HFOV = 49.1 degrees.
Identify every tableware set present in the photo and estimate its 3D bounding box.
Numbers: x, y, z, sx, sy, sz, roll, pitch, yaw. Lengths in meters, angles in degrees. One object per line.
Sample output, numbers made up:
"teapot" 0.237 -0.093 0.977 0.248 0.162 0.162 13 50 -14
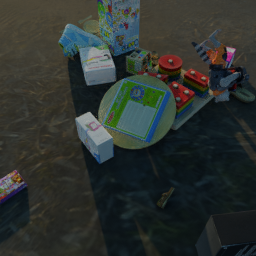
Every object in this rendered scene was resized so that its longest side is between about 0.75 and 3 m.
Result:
"tableware set" -2.278 -4.802 14.326 2.159 0.433 1.427 -37 70 -21

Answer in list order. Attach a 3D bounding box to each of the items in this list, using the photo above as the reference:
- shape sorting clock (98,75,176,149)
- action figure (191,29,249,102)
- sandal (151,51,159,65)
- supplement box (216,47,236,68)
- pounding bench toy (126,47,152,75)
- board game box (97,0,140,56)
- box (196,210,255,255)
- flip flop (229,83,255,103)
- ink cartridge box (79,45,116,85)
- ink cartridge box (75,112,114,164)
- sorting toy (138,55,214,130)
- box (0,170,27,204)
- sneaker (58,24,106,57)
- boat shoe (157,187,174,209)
"shape sorting clock" 0.292 -0.616 10.105 2.870 0.563 2.870 -4 71 12
"action figure" 3.171 -2.119 10.461 1.318 2.521 2.438 -17 93 -11
"sandal" 1.267 -3.322 13.094 0.455 0.306 1.134 -3 49 -2
"supplement box" 4.208 -2.993 12.422 0.747 0.731 1.445 22 44 20
"pounding bench toy" 0.709 -2.879 12.376 1.282 0.797 1.000 25 53 21
"board game box" -0.428 -5.031 12.934 1.456 2.777 1.430 -25 53 -20
"box" 2.528 2.750 6.734 1.363 1.931 0.761 -7 49 -7
"flip flop" 4.354 -1.711 11.526 0.778 0.552 1.918 -35 57 -26
"ink cartridge box" -1.342 -2.794 12.331 1.304 0.756 1.801 -11 50 -10
"ink cartridge box" -1.127 0.319 9.431 0.612 1.044 1.445 -27 54 -22
"sorting toy" 1.704 -1.721 11.233 2.847 0.997 2.864 36 58 27
"box" -3.733 1.825 8.689 0.963 0.188 0.659 -36 58 -27
"sneaker" -2.207 -3.762 13.222 2.285 0.909 1.492 27 73 4
"boat shoe" 1.139 2.055 8.438 0.257 0.272 0.757 27 54 21
